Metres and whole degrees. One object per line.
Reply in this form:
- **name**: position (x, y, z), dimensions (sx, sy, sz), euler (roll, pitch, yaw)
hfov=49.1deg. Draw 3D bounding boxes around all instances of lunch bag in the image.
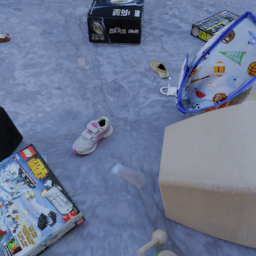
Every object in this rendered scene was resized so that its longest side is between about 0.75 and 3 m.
- **lunch bag**: position (2.358, -1.536, 7.698), dimensions (1.694, 2.736, 2.326), euler (46, 14, 0)

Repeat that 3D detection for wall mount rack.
- **wall mount rack**: position (1.793, -1.301, 9.833), dimensions (1.326, 0.495, 1.153), euler (6, 47, 7)

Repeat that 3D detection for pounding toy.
- **pounding toy**: position (0.529, 2.929, 5.614), dimensions (1.123, 0.675, 1.455), euler (-12, 79, -52)

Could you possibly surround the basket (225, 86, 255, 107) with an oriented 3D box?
- **basket**: position (3.160, -0.404, 7.396), dimensions (0.952, 0.766, 0.943), euler (45, 56, -8)

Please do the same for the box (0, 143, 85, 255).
- **box**: position (-2.486, 1.741, 6.811), dimensions (1.784, 0.520, 2.606), euler (-33, 55, -19)

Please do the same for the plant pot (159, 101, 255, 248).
- **plant pot**: position (1.912, 1.054, 6.487), dimensions (2.132, 2.408, 2.405), euler (-1, 45, 16)

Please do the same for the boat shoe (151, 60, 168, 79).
- **boat shoe**: position (1.251, -2.392, 10.949), dimensions (0.424, 0.380, 1.146), euler (-20, 50, -18)

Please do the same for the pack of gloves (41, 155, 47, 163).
- **pack of gloves**: position (-2.607, 1.105, 7.757), dimensions (0.746, 0.175, 0.888), euler (-15, 48, -15)

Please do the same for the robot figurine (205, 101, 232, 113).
- **robot figurine**: position (2.962, -0.078, 8.253), dimensions (1.377, 1.116, 1.914), euler (10, 43, 35)

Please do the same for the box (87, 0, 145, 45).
- **box**: position (-0.467, -5.187, 13.016), dimensions (2.362, 1.242, 2.884), euler (5, 46, 4)

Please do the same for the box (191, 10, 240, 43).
- **box**: position (4.447, -4.547, 12.896), dimensions (2.463, 0.545, 1.973), euler (-31, 54, -26)

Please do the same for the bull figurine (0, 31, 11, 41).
- **bull figurine**: position (-5.706, -4.047, 12.470), dimensions (0.885, 0.537, 0.288), euler (-9, 70, -15)

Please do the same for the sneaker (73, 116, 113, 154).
- **sneaker**: position (-1.071, 0.151, 8.318), dimensions (0.618, 0.670, 1.518), euler (28, 52, 24)

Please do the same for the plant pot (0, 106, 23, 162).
- **plant pot**: position (-4.149, 0.351, 7.608), dimensions (1.652, 1.656, 1.469), euler (9, 58, 8)
